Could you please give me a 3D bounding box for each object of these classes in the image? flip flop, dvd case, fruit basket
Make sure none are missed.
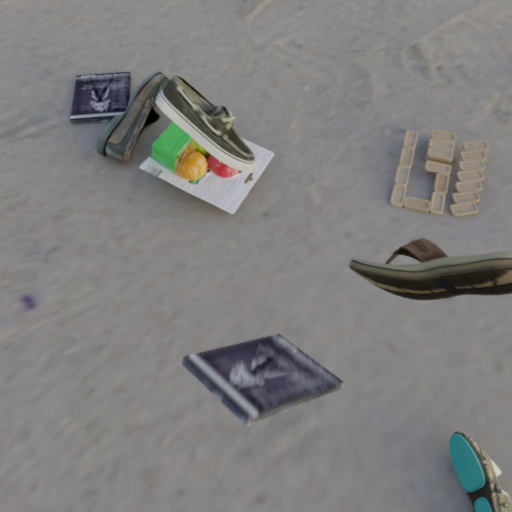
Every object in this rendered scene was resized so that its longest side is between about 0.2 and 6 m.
[{"bbox_3d":[2.232,0.095,6.963,2.265,0.918,0.652,-8,61,44],"label":"flip flop"},{"bbox_3d":[-3.501,-3.599,12.714,1.278,0.137,1.718,-5,51,-4],"label":"dvd case"},{"bbox_3d":[-0.935,-1.817,10.968,2.035,0.954,1.885,29,55,2],"label":"fruit basket"},{"bbox_3d":[0.073,1.030,4.890,1.183,0.094,0.879,-5,28,-44],"label":"dvd case"}]

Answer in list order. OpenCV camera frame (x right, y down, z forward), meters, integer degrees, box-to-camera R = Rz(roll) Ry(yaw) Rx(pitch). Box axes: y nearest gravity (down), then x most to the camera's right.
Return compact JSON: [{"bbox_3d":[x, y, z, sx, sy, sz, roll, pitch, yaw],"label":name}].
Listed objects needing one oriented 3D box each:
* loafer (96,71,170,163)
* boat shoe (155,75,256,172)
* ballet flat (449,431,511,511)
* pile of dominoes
[{"bbox_3d":[-2.387,-2.868,11.788,0.759,0.867,2.413,28,64,5],"label":"loafer"},{"bbox_3d":[-0.626,-1.925,8.258,1.760,0.560,0.622,36,30,-20],"label":"boat shoe"},{"bbox_3d":[2.993,3.051,7.220,0.591,0.533,1.571,5,53,-25],"label":"ballet flat"},{"bbox_3d":[3.637,-1.596,11.129,1.660,0.339,2.129,14,61,11],"label":"pile of dominoes"}]
